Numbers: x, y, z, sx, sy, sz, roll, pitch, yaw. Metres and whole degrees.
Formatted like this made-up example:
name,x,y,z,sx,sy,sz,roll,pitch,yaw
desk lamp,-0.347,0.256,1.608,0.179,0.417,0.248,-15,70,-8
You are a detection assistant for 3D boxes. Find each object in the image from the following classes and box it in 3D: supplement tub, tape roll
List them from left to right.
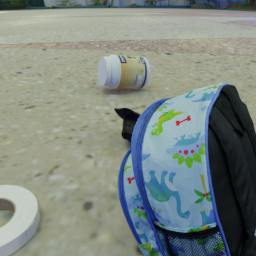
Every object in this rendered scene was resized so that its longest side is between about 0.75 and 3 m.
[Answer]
name,x,y,z,sx,sy,sz,roll,pitch,yaw
tape roll,-2.418,1.637,4.988,1.644,0.300,1.644,2,27,-1
supplement tub,-0.175,-2.181,10.926,1.782,1.287,1.287,-3,27,-24

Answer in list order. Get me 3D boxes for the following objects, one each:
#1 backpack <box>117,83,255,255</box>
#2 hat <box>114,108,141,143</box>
name,x,y,z,sx,sy,sz,roll,pitch,yaw
backpack,0.965,0.760,4.200,1.861,2.533,2.318,-7,20,32
hat,0.213,0.065,7.276,1.641,0.662,1.641,23,-9,4
